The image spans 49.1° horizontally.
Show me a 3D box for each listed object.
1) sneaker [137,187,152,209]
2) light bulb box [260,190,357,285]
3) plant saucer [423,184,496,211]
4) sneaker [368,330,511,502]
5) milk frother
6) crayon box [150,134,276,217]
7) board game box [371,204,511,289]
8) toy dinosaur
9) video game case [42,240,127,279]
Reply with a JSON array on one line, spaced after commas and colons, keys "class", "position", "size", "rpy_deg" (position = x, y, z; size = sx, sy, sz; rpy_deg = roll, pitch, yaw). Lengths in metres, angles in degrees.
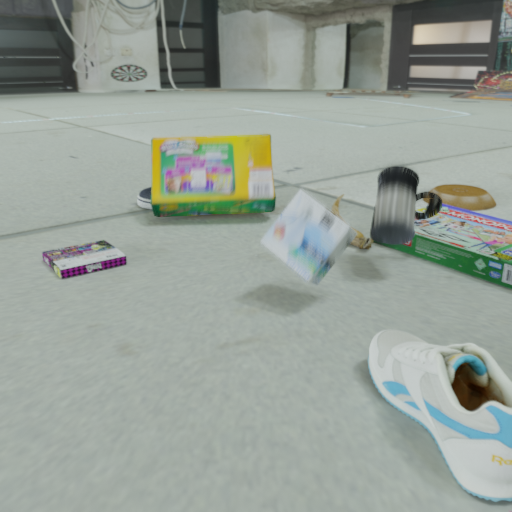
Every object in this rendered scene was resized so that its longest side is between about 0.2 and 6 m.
[{"class": "sneaker", "position": [-1.411, -1.650, 12.711], "size": [2.591, 1.029, 1.016], "rpy_deg": [-5, 23, -8]}, {"class": "light bulb box", "position": [0.715, -0.241, 7.605], "size": [0.899, 0.907, 0.566], "rpy_deg": [39, 7, 21]}, {"class": "plant saucer", "position": [4.737, -1.402, 13.043], "size": [1.637, 0.290, 1.637], "rpy_deg": [0, 21, 0]}, {"class": "sneaker", "position": [1.807, 1.185, 5.330], "size": [0.864, 0.912, 2.259], "rpy_deg": [-8, 21, -16]}, {"class": "milk frother", "position": [2.383, -0.658, 8.769], "size": [1.109, 1.001, 1.043], "rpy_deg": [10, 61, 7]}, {"class": "crayon box", "position": [-0.901, -1.676, 11.651], "size": [2.523, 1.498, 0.735], "rpy_deg": [-2, -21, -3]}, {"class": "board game box", "position": [3.833, -0.251, 9.791], "size": [2.052, 0.444, 3.050], "rpy_deg": [-16, 26, -34]}, {"class": "toy dinosaur", "position": [1.496, -0.592, 10.744], "size": [1.144, 0.659, 2.263], "rpy_deg": [11, 25, -15]}, {"class": "video game case", "position": [-2.872, 0.038, 9.356], "size": [1.106, 0.198, 1.002], "rpy_deg": [-14, 25, -33]}]
